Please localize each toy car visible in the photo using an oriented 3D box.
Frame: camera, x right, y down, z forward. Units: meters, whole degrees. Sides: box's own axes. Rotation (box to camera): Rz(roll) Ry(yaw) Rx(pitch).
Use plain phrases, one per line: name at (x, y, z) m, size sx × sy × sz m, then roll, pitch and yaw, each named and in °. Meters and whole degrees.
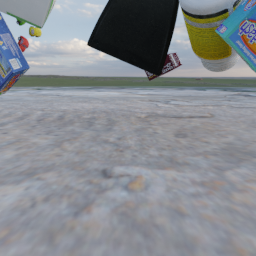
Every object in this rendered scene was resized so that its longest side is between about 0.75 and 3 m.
toy car at (-3.456, -3.396, 9.454) m, size 0.308 × 1.301 × 1.383 m, roll 10°, pitch 49°, yaw 21°

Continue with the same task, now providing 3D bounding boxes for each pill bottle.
pill bottle at (2.031, -2.383, 6.508) m, size 1.304 × 1.304 × 2.320 m, roll 5°, pitch -24°, yaw 26°

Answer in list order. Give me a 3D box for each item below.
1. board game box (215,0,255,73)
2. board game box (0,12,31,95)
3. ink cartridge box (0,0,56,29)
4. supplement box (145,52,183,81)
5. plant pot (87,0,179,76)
board game box at (2.908, -2.144, 5.423) m, size 1.477 × 1.942 × 0.437 m, roll 29°, pitch 27°, yaw -32°
board game box at (-1.935, -1.240, 3.679) m, size 1.012 × 1.495 × 0.258 m, roll -19°, pitch 10°, yaw 47°
ink cartridge box at (-2.668, -3.593, 7.175) m, size 1.634 × 0.943 × 2.236 m, roll 20°, pitch 31°, yaw -18°
supplement box at (1.452, -2.501, 11.274) m, size 1.113 × 0.623 × 2.045 m, roll -24°, pitch 6°, yaw 25°
plant pot at (0.399, -2.997, 7.841) m, size 2.157 × 1.914 × 2.152 m, roll 24°, pitch 31°, yaw -1°
